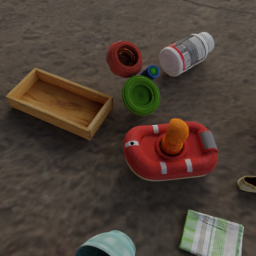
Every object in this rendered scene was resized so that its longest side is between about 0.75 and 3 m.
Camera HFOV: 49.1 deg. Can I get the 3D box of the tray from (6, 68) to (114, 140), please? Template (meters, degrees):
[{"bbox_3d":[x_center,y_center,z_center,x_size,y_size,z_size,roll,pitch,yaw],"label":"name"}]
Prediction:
[{"bbox_3d":[-2.106,-0.811,8.779,2.970,0.550,1.465,23,57,15],"label":"tray"}]

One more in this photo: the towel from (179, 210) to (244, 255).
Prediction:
[{"bbox_3d":[1.967,2.540,6.526,1.353,0.208,1.010,15,55,11],"label":"towel"}]

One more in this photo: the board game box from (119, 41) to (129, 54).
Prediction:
[{"bbox_3d":[-0.245,-2.977,10.602,0.495,0.136,0.784,18,56,13],"label":"board game box"}]

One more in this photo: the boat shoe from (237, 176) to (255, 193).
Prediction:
[{"bbox_3d":[3.444,1.469,7.197,1.151,0.382,0.426,4,54,3],"label":"boat shoe"}]

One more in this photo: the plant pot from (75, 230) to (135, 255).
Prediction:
[{"bbox_3d":[-0.351,2.720,5.881,1.265,1.265,0.848,28,32,19],"label":"plant pot"}]

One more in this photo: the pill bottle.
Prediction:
[{"bbox_3d":[2.103,-2.644,9.802,1.879,1.040,1.040,-32,60,-22],"label":"pill bottle"}]

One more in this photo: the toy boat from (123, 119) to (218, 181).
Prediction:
[{"bbox_3d":[1.122,0.378,7.219,2.486,1.625,1.623,-6,54,-4],"label":"toy boat"}]

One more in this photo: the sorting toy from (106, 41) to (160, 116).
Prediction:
[{"bbox_3d":[0.149,-1.515,8.933,1.500,1.025,2.497,-17,86,-24],"label":"sorting toy"}]
